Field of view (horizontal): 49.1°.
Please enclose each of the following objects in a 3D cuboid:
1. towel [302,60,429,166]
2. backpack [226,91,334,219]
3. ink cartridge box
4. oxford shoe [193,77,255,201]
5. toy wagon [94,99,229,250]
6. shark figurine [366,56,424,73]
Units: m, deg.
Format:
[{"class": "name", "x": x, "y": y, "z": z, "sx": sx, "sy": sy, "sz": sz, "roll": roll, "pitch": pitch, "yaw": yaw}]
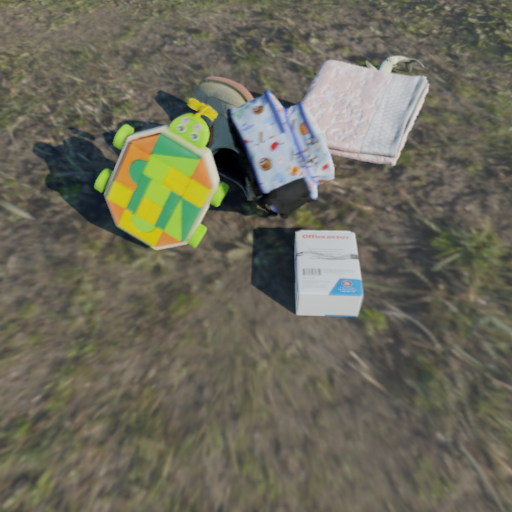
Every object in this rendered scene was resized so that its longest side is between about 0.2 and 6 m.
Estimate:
[{"class": "towel", "x": 1.863, "y": -2.722, "z": 10.392, "sx": 2.169, "sy": 0.366, "sz": 2.271, "roll": 16, "pitch": 59, "yaw": 20}, {"class": "backpack", "x": 0.377, "y": -1.737, "z": 9.231, "sx": 1.549, "sy": 2.011, "sz": 1.915, "roll": -31, "pitch": 85, "yaw": 4}, {"class": "ink cartridge box", "x": 1.139, "y": 0.271, "z": 9.133, "sx": 1.008, "sy": 0.582, "sz": 1.390, "roll": 1, "pitch": 46, "yaw": 1}, {"class": "oxford shoe", "x": -0.532, "y": -2.461, "z": 11.283, "sx": 1.338, "sy": 1.283, "sz": 3.625, "roll": -26, "pitch": 51, "yaw": -19}, {"class": "toy wagon", "x": -1.460, "y": -1.345, "z": 9.176, "sx": 1.994, "sy": 2.570, "sz": 0.508, "roll": 31, "pitch": 28, "yaw": -2}, {"class": "shark figurine", "x": 3.111, "y": -4.361, "z": 13.527, "sx": 1.185, "sy": 0.827, "sz": 1.983, "roll": 42, "pitch": 61, "yaw": -7}]
